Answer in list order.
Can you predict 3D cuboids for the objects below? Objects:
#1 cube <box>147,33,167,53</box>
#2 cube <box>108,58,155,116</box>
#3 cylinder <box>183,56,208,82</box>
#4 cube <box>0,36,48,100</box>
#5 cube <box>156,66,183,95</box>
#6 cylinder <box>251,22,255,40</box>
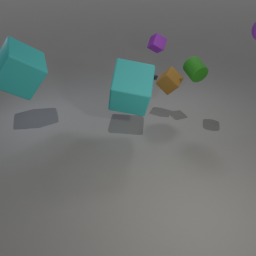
[{"bbox_3d":[1.568,-4.564,15.104,0.700,0.700,0.700,22,-10,-24],"label":"cube"},{"bbox_3d":[0.115,-1.454,10.225,1.400,1.400,1.400,10,63,-2],"label":"cube"},{"bbox_3d":[2.519,-2.189,10.461,0.700,0.700,0.700,-12,53,-20],"label":"cylinder"},{"bbox_3d":[-3.910,-2.122,10.079,1.400,1.400,1.400,21,32,-38],"label":"cube"},{"bbox_3d":[1.691,-1.917,11.365,0.700,0.700,0.700,42,49,-12],"label":"cube"},{"bbox_3d":[3.963,-2.805,8.005,0.700,0.700,0.700,7,21,11],"label":"cylinder"}]
